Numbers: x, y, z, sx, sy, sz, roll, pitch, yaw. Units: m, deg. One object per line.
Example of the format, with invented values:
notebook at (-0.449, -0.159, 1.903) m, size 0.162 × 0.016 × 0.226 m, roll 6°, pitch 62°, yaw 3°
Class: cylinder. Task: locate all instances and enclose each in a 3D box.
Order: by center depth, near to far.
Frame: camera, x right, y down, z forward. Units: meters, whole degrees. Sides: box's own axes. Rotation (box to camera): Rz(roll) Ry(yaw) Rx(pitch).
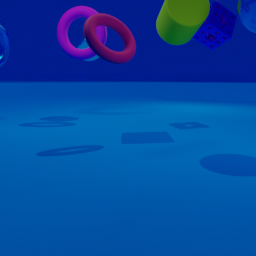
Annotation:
cylinder at (1.547, -3.239, 8.125) m, size 1.239 × 1.239 × 1.239 m, roll -1°, pitch -8°, yaw -7°
cylinder at (-1.625, -3.466, 11.314) m, size 1.084 × 1.084 × 1.084 m, roll -5°, pitch 52°, yaw -24°

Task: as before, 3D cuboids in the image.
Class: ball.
ball at (2.923, -2.583, 5.818) m, size 1.223 × 1.223 × 1.223 m, roll 0°, pitch 10°, yaw 0°

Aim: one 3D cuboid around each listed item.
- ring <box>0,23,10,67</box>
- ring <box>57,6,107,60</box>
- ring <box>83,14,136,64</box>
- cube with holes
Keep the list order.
ring at (-4.209, -2.571, 8.677) m, size 0.300 × 1.502 × 1.502 m, roll 12°, pitch 13°, yaw 13°
ring at (-1.658, -3.390, 10.047) m, size 1.844 × 1.844 × 0.369 m, roll 2°, pitch 10°, yaw 9°
ring at (-0.408, -2.108, 6.596) m, size 1.354 × 1.354 × 0.271 m, roll -8°, pitch -19°, yaw -37°
cube with holes at (3.044, -3.592, 9.923) m, size 0.987 × 0.987 × 0.987 m, roll 26°, pitch -20°, yaw -17°
